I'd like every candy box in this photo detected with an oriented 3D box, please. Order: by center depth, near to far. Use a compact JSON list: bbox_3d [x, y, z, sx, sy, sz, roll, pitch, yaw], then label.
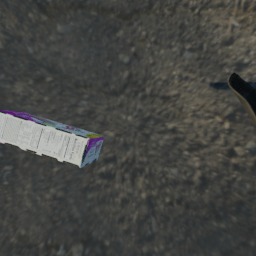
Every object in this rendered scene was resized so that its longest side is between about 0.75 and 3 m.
[{"bbox_3d":[-1.454,0.157,5.178,1.793,1.222,0.547,17,92,6],"label":"candy box"}]

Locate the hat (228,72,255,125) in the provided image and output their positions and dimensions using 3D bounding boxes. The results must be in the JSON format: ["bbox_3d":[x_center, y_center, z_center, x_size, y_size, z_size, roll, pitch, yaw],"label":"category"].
[{"bbox_3d":[3.433,-0.315,5.596,2.981,2.981,1.203,50,121,6],"label":"hat"}]
